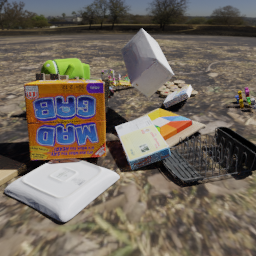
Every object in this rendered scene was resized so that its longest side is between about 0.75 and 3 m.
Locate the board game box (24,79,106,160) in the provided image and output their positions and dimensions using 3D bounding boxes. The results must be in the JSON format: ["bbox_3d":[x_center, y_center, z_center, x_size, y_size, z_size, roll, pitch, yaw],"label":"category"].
[{"bbox_3d":[-1.868,-0.395,8.943,2.194,2.192,2.192,-2,12,-7],"label":"board game box"}]

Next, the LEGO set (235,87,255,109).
[{"bbox_3d":[5.656,-1.530,13.661,0.717,0.771,1.879,-11,21,16],"label":"LEGO set"}]

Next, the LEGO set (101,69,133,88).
[{"bbox_3d":[-0.700,-2.865,16.272,2.506,0.933,1.153,-5,-2,-9],"label":"LEGO set"}]

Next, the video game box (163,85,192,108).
[{"bbox_3d":[2.456,-1.560,13.706,1.264,0.325,1.388,-27,13,28],"label":"video game box"}]

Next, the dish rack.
[{"bbox_3d":[2.400,0.794,8.576,2.713,0.740,2.081,-7,23,-14],"label":"dish rack"}]

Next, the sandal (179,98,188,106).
[{"bbox_3d":[2.677,-1.338,13.862,0.523,0.333,1.390,-30,13,5],"label":"sandal"}]

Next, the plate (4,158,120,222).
[{"bbox_3d":[-1.748,1.398,7.625,2.286,0.370,2.281,14,26,30],"label":"plate"}]

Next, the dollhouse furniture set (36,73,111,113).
[{"bbox_3d":[-2.358,-1.587,13.026,2.910,1.516,2.942,7,6,25],"label":"dollhouse furniture set"}]

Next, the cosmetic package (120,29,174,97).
[{"bbox_3d":[0.718,-2.785,11.784,1.163,1.475,2.742,32,31,-37],"label":"cosmetic package"}]

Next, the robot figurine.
[{"bbox_3d":[-3.715,-3.153,16.357,2.921,1.690,2.562,-11,24,-26],"label":"robot figurine"}]

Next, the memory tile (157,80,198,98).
[{"bbox_3d":[2.639,-2.293,16.227,2.155,0.236,2.812,-3,24,-8],"label":"memory tile"}]

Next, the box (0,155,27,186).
[{"bbox_3d":[-4.264,1.368,7.885,1.740,0.226,2.129,13,26,27],"label":"box"}]

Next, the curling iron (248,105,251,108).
[{"bbox_3d":[6.270,-1.022,13.456,0.997,0.127,0.247,6,24,14],"label":"curling iron"}]

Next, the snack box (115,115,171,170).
[{"bbox_3d":[0.419,0.405,9.258,1.275,0.407,2.196,-19,31,-4],"label":"snack box"}]

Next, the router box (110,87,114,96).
[{"bbox_3d":[-1.461,-1.992,15.376,1.166,0.362,0.874,-10,26,-22],"label":"router box"}]

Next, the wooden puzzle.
[{"bbox_3d":[1.236,-0.104,10.759,2.669,0.497,2.469,-22,31,-34],"label":"wooden puzzle"}]
